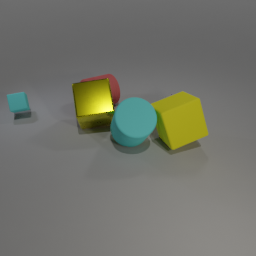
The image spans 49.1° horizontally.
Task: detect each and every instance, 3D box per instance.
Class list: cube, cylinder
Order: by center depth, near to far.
[{"bbox_3d":[0.154,-0.164,9.672,1.400,1.400,1.400,3,73,-9],"label":"cylinder"},{"bbox_3d":[1.763,-0.305,9.885,1.400,1.400,1.400,-22,21,-5],"label":"cube"},{"bbox_3d":[-1.296,-0.905,10.819,1.400,1.400,1.400,-10,73,-5],"label":"cube"},{"bbox_3d":[-4.599,-1.067,11.776,0.700,0.700,0.700,-12,1,-11],"label":"cube"},{"bbox_3d":[-1.289,-1.629,12.638,1.400,1.400,1.400,-19,36,-30],"label":"cylinder"}]
